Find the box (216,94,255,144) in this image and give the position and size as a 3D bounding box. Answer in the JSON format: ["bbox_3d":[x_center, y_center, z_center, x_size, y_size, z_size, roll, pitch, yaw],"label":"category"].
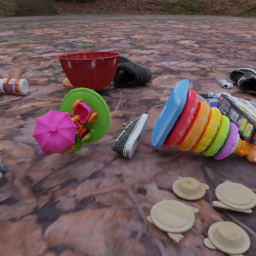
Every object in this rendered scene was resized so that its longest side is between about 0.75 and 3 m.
[{"bbox_3d":[3.801,-0.207,8.269,1.580,0.499,2.871,15,22,-5],"label":"box"}]

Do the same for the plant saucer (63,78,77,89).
[{"bbox_3d":[-2.249,-2.221,13.175,1.607,0.259,1.607,-1,27,0],"label":"plant saucer"}]

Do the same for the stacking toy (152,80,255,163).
[{"bbox_3d":[2.249,0.175,7.325,2.972,1.631,1.725,25,33,0],"label":"stacking toy"}]

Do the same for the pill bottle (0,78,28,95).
[{"bbox_3d":[-4.910,-1.761,11.819,1.210,0.663,0.663,4,27,7],"label":"pill bottle"}]

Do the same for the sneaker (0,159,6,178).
[{"bbox_3d":[-3.474,0.758,6.815,0.648,0.668,1.829,-36,51,-21],"label":"sneaker"}]

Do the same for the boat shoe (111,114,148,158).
[{"bbox_3d":[0.094,0.092,8.039,0.625,0.694,1.962,17,32,11],"label":"boat shoe"}]

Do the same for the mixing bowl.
[{"bbox_3d":[-1.580,-2.374,11.783,2.571,1.392,2.571,-2,20,1],"label":"mixing bowl"}]

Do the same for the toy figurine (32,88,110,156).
[{"bbox_3d":[-1.567,0.103,6.646,1.465,1.951,1.796,41,27,6],"label":"toy figurine"}]

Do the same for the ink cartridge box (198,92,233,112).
[{"bbox_3d":[3.547,-1.000,10.752,1.308,0.287,1.321,-6,29,-13],"label":"ink cartridge box"}]

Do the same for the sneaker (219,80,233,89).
[{"bbox_3d":[4.361,-1.975,12.682,0.332,0.287,0.766,-19,32,-22],"label":"sneaker"}]

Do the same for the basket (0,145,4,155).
[{"bbox_3d":[-4.554,0.344,5.448,2.992,2.229,2.135,6,48,17],"label":"basket"}]

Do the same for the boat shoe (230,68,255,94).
[{"bbox_3d":[5.182,-2.046,12.152,0.807,0.857,2.386,-5,29,-19],"label":"boat shoe"}]

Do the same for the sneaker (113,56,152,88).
[{"bbox_3d":[-0.439,-2.683,13.148,2.856,1.092,1.636,30,33,36],"label":"sneaker"}]

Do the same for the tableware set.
[{"bbox_3d":[1.567,1.615,5.661,1.845,0.256,2.209,13,29,25],"label":"tableware set"}]
